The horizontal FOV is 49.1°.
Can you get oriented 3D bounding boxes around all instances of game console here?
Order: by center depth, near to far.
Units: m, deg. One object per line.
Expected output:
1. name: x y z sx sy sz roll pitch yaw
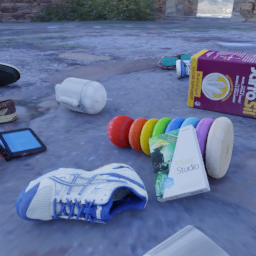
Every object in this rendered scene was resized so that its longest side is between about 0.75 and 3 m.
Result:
1. game console: -2.927 0.077 6.897 0.901 1.309 1.519 -40 39 -15

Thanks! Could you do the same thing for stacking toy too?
1. stacking toy: 0.759 0.254 6.342 2.919 1.246 1.246 7 25 31

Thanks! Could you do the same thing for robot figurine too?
1. robot figurine: -1.464 -1.036 9.025 1.856 1.048 1.574 14 30 27

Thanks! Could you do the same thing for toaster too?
1. toaster: 0.751 1.793 3.267 0.919 0.808 1.422 -17 31 -27

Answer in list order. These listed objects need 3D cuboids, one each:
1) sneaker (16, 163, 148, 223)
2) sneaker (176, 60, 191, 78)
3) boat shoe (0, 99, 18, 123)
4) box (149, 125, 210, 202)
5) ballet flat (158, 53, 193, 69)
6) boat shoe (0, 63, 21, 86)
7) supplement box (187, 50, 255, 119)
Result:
1. sneaker: -0.694 1.149 4.631 2.167 0.816 0.955 -11 27 -22
2. sneaker: 3.033 -2.830 13.157 1.429 0.786 1.951 2 20 15
3. boat shoe: -4.417 -0.515 8.233 2.136 0.769 0.770 -6 26 -12
4. box: 0.909 0.644 5.212 0.928 0.234 1.285 -20 54 21
5. ballet flat: 2.638 -3.470 14.740 2.284 0.790 0.813 -6 7 -12
6. boat shoe: -5.829 -2.041 11.337 2.828 1.034 0.886 0 39 -3
7. supplement box: 3.446 -1.456 9.106 2.694 1.763 1.390 13 29 27
